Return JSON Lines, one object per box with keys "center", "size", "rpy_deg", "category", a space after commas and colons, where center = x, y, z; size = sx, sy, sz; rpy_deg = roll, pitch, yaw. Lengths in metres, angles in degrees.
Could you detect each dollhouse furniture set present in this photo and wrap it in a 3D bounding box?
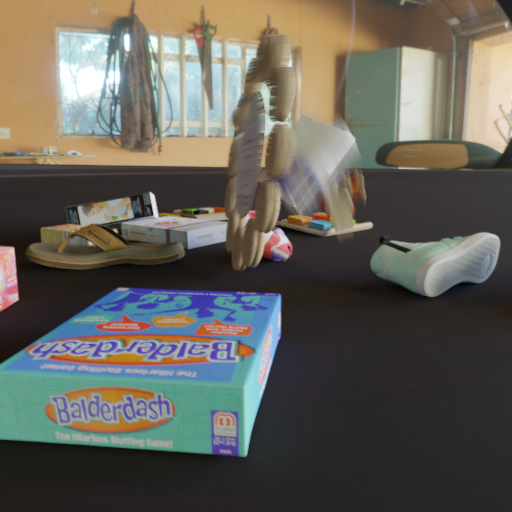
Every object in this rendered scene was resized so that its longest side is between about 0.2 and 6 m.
{"center": [1.441, -1.025, 10.623], "size": [1.329, 0.684, 1.314], "rpy_deg": [-15, 23, 0], "category": "dollhouse furniture set"}

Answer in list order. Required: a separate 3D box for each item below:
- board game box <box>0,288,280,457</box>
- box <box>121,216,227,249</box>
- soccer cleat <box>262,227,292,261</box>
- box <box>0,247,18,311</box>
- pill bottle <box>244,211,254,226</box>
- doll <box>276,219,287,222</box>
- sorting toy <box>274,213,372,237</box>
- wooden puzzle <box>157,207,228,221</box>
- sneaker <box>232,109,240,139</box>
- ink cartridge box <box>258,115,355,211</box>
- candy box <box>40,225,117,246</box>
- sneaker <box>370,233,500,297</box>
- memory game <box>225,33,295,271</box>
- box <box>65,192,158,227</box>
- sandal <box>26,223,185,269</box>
{"center": [-0.884, 0.927, 5.434], "size": [2.029, 0.600, 2.668], "rpy_deg": [1, 12, 7], "category": "board game box"}
{"center": [-1.848, -0.584, 13.277], "size": [2.140, 0.440, 1.668], "rpy_deg": [7, 13, 36], "category": "box"}
{"center": [0.418, -0.176, 11.220], "size": [0.680, 0.634, 1.858], "rpy_deg": [33, 7, 6], "category": "soccer cleat"}
{"center": [-3.873, 0.410, 7.401], "size": [0.774, 0.839, 1.636], "rpy_deg": [0, 11, 0], "category": "box"}
{"center": [-0.298, -0.949, 14.946], "size": [0.858, 0.481, 0.481], "rpy_deg": [-7, 13, -29], "category": "pill bottle"}
{"center": [0.381, -0.961, 15.653], "size": [0.904, 0.219, 0.617], "rpy_deg": [8, 13, 32], "category": "doll"}
{"center": [1.760, -0.873, 14.853], "size": [1.857, 0.366, 2.006], "rpy_deg": [-10, 15, -41], "category": "sorting toy"}
{"center": [-1.567, -1.327, 17.231], "size": [2.676, 0.313, 1.805], "rpy_deg": [-10, 15, -41], "category": "wooden puzzle"}
{"center": [-0.252, -2.719, 12.700], "size": [0.567, 1.564, 0.562], "rpy_deg": [0, -27, -4], "category": "sneaker"}
{"center": [0.735, -1.484, 8.767], "size": [0.292, 1.332, 1.345], "rpy_deg": [32, 7, -34], "category": "ink cartridge box"}
{"center": [-3.945, -0.419, 12.478], "size": [1.503, 0.416, 0.868], "rpy_deg": [6, 12, 30], "category": "candy box"}
{"center": [2.968, -0.037, 9.326], "size": [2.345, 0.863, 1.383], "rpy_deg": [-12, 23, -37], "category": "sneaker"}
{"center": [-0.022, -1.699, 9.472], "size": [0.257, 4.040, 4.040], "rpy_deg": [6, 10, -14], "category": "memory game"}
{"center": [-3.564, -1.082, 14.025], "size": [2.058, 0.619, 1.200], "rpy_deg": [-10, 3, -6], "category": "box"}
{"center": [-2.834, -0.244, 10.713], "size": [2.902, 0.784, 1.166], "rpy_deg": [-2, 12, -10], "category": "sandal"}
